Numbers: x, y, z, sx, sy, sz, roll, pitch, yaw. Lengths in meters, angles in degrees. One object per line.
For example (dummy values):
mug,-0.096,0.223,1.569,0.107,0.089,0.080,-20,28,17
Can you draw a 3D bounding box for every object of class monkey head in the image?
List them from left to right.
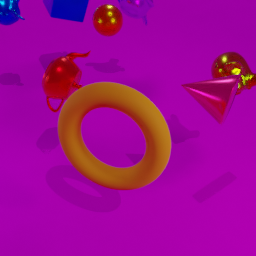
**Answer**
monkey head,-3.385,-3.208,7.452,1.352,0.815,0.973,8,2,20
monkey head,0.249,-3.925,8.400,1.641,0.989,1.180,37,51,-25
monkey head,2.259,-1.173,5.727,1.055,0.884,1.467,-17,13,20

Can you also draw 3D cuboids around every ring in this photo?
ring,-0.245,0.181,4.269,1.811,1.811,0.362,12,30,15

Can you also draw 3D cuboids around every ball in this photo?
ball,-0.495,-2.641,6.882,0.757,0.757,0.757,0,39,0

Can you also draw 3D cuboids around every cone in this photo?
cone,1.254,-0.577,4.545,0.853,0.850,0.850,22,44,22

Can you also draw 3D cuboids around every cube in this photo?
cube,-1.943,-4.159,8.820,1.097,1.097,1.097,-3,47,-33

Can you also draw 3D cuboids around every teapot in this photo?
teapot,-1.196,-0.960,5.437,0.689,1.406,0.875,26,2,-1
